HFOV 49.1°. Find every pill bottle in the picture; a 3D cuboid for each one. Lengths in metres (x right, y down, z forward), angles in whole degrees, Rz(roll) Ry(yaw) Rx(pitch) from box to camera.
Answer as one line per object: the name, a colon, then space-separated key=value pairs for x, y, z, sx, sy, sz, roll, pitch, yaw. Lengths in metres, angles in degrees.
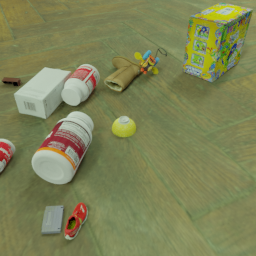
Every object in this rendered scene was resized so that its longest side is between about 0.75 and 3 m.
pill bottle: x=-2.025 y=0.551 z=9.312 sx=1.364 sy=1.364 sz=2.415 roll=9 pitch=39 yaw=11
pill bottle: x=-4.335 y=1.016 z=9.258 sx=0.711 sy=0.711 sz=1.266 roll=6 pitch=41 yaw=7
pill bottle: x=-2.118 y=-1.906 z=12.478 sx=1.142 sy=1.142 sz=2.034 roll=11 pitch=41 yaw=13

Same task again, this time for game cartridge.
game cartridge: x=-2.102 y=2.557 z=7.838 sx=0.533 sy=0.158 sz=0.823 roll=-5 pitch=40 yaw=0

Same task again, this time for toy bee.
toy bee: x=0.925 y=-3.275 z=13.972 sx=1.470 sy=2.246 sz=1.221 roll=35 pitch=84 yaw=4

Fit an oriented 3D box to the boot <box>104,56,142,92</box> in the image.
boot: x=-0.510 y=-2.741 z=13.850 sx=1.882 sy=0.711 sz=2.149 roll=21 pitch=45 yaw=24

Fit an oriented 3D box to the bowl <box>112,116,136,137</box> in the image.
bowl: x=-0.150 y=-0.145 z=10.824 sx=0.966 sy=0.520 sz=0.966 roll=1 pitch=39 yaw=0

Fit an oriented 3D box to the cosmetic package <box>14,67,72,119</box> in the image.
cosmetic package: x=-3.577 y=-1.608 z=12.233 sx=1.408 sy=1.012 sz=2.495 roll=13 pitch=40 yaw=15

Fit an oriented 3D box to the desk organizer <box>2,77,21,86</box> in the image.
desk organizer: x=-5.637 y=-2.226 z=13.535 sx=0.835 sy=0.299 sz=0.321 roll=3 pitch=42 yaw=4

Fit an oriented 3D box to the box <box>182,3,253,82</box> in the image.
box: x=4.450 y=-4.339 z=14.061 sx=1.815 sy=2.866 sz=2.976 roll=29 pitch=47 yaw=32

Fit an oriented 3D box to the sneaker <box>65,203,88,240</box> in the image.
sneaker: x=-1.409 y=2.477 z=7.662 sx=0.429 sy=0.473 sz=1.113 roll=8 pitch=40 yaw=9
